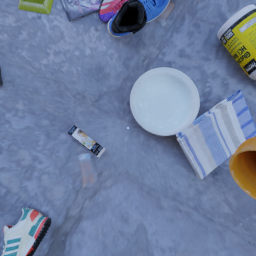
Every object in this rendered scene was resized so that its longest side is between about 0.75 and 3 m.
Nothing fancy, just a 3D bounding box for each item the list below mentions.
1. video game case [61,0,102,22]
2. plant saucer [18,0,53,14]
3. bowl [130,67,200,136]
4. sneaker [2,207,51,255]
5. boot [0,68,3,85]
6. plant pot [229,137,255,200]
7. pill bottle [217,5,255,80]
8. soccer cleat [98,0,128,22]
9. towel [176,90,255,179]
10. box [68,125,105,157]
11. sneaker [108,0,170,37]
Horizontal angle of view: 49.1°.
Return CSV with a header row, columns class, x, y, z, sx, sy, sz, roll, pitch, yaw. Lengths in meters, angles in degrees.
class,x,y,z,sx,sy,sz,roll,pitch,yaw
video game case,-1.416,-4.359,9.425,1.613,0.153,1.152,-22,80,-5
plant saucer,-3.063,-4.447,9.376,1.110,0.266,1.112,10,80,2
bowl,1.053,-0.699,8.373,2.014,0.905,2.014,0,80,1
sneaker,-3.124,3.251,7.784,1.020,0.768,2.181,30,78,10
boot,-4.637,-1.653,8.847,1.144,0.376,0.943,-13,78,2
plant pot,3.153,0.581,5.723,1.603,1.603,1.467,43,61,7
pill bottle,3.937,-2.361,8.455,1.340,1.340,2.384,-34,81,-6
soccer cleat,-0.182,-4.076,8.723,1.996,0.681,0.731,-46,65,23
towel,2.640,0.217,8.084,2.396,0.285,1.760,-35,114,-9
box,-1.216,0.393,8.316,1.113,0.649,0.335,38,84,5
sneaker,0.482,-3.627,8.593,2.352,1.308,0.903,-32,109,-4
